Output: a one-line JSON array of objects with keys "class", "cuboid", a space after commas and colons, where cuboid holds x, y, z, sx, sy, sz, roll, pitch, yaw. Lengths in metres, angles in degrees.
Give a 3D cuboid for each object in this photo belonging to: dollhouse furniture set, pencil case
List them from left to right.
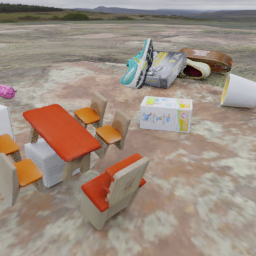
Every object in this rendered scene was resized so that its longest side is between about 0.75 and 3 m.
[{"class": "pencil case", "cuboid": [-5.046, -1.519, 11.388, 1.049, 0.492, 0.476, 14, 22, 28]}, {"class": "dollhouse furniture set", "cuboid": [-0.966, 0.375, 5.416, 2.825, 1.455, 2.795, -24, 53, -41]}]

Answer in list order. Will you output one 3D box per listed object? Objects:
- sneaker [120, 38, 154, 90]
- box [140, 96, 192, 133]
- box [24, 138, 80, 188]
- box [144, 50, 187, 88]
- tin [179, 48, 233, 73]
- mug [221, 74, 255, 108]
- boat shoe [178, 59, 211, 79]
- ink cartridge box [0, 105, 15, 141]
[{"class": "sneaker", "cuboid": [0.375, -2.481, 10.516, 0.872, 0.848, 2.189, 16, 70, 23]}, {"class": "box", "cuboid": [1.212, -0.440, 8.776, 1.551, 0.786, 0.872, 6, 27, 12]}, {"class": "box", "cuboid": [-1.725, 0.702, 6.414, 0.900, 0.771, 0.895, 23, 34, 39]}, {"class": "box", "cuboid": [1.481, -2.833, 13.214, 1.837, 0.561, 2.319, 14, 48, 30]}, {"class": "tin", "cuboid": [3.953, -3.541, 14.617, 2.945, 0.617, 1.649, 17, 1, 30]}, {"class": "mug", "cuboid": [4.211, -1.353, 10.366, 1.219, 1.189, 1.484, 14, 34, 10]}, {"class": "boat shoe", "cuboid": [2.837, -2.934, 13.887, 2.378, 0.880, 0.789, 15, 33, 34]}, {"class": "ink cartridge box", "cuboid": [-4.793, -0.012, 7.425, 2.803, 1.177, 2.039, 14, 29, 27]}]
